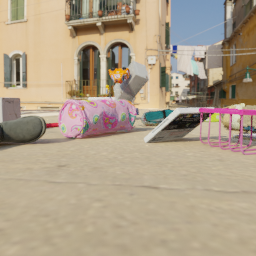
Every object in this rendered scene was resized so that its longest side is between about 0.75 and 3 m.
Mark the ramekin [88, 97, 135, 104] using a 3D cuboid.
[{"bbox_3d":[-0.933,-1.109,16.114,2.667,1.300,2.667,-1,5,0],"label":"ramekin"}]

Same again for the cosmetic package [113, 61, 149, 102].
[{"bbox_3d":[0.093,-1.571,9.850,0.630,0.747,1.398,12,-43,-27],"label":"cosmetic package"}]

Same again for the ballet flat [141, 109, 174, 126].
[{"bbox_3d":[1.486,-0.425,12.199,2.056,0.777,0.657,2,-19,-20],"label":"ballet flat"}]

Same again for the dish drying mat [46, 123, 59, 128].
[{"bbox_3d":[-3.051,-0.127,11.540,1.755,0.160,0.674,-4,7,-41],"label":"dish drying mat"}]

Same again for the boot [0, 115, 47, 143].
[{"bbox_3d":[-2.904,0.111,5.869,1.758,0.702,1.934,-13,-4,10],"label":"boot"}]

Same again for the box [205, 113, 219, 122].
[{"bbox_3d":[4.838,-0.653,15.231,2.279,0.543,1.390,-2,6,-25],"label":"box"}]

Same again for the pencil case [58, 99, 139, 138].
[{"bbox_3d":[-0.808,-0.316,8.563,1.164,1.164,2.662,4,6,37],"label":"pencil case"}]

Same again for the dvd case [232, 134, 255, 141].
[{"bbox_3d":[3.539,0.260,7.623,0.817,0.088,1.099,-2,5,-20],"label":"dvd case"}]

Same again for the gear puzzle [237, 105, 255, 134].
[{"bbox_3d":[4.493,-0.345,9.305,1.441,0.364,2.782,12,26,24],"label":"gear puzzle"}]

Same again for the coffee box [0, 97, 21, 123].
[{"bbox_3d":[-5.486,-0.484,9.702,2.964,1.181,1.695,0,5,-1],"label":"coffee box"}]

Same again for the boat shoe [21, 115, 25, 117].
[{"bbox_3d":[-5.729,-0.554,15.604,0.876,0.288,0.315,4,6,37],"label":"boat shoe"}]

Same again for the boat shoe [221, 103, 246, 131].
[{"bbox_3d":[4.035,-0.487,10.840,0.899,1.003,2.709,7,7,15],"label":"boat shoe"}]

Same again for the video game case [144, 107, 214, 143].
[{"bbox_3d":[1.276,-0.075,6.872,1.439,0.168,1.308,-4,-29,-40],"label":"video game case"}]

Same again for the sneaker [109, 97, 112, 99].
[{"bbox_3d":[-1.188,-1.027,13.838,1.883,1.074,0.683,16,0,27],"label":"sneaker"}]

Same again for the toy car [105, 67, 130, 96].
[{"bbox_3d":[-0.369,-1.495,9.585,0.721,0.489,1.470,4,-25,-10],"label":"toy car"}]

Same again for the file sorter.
[{"bbox_3d":[2.282,0.024,5.943,0.952,0.859,1.369,-1,6,-21],"label":"file sorter"}]
